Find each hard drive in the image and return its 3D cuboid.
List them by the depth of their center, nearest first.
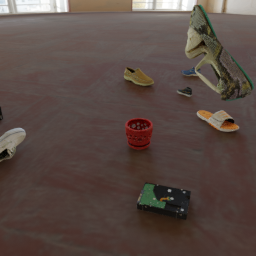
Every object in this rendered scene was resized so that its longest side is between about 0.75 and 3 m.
[{"bbox_3d":[0.871,1.734,6.726,1.177,0.223,0.822,9,30,14],"label":"hard drive"}]

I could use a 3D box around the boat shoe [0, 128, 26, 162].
[{"bbox_3d":[-3.708,0.683,8.383,0.637,0.702,1.908,33,42,12],"label":"boat shoe"}]

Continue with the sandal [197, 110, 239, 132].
[{"bbox_3d":[3.267,-0.420,10.385,0.706,0.528,1.842,-17,32,-28],"label":"sandal"}]

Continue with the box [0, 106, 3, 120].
[{"bbox_3d":[-5.701,-0.601,10.651,1.521,0.600,1.073,20,31,32],"label":"box"}]

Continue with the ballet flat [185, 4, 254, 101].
[{"bbox_3d":[1.989,-1.857,6.967,1.014,1.014,2.820,-14,68,-24],"label":"ballet flat"}]

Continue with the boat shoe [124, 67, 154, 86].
[{"bbox_3d":[0.508,-2.690,14.352,1.970,0.750,0.706,25,37,38],"label":"boat shoe"}]

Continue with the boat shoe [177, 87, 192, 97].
[{"bbox_3d":[2.646,-1.751,13.020,0.287,0.368,0.811,-25,37,-38],"label":"boat shoe"}]

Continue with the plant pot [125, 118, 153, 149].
[{"bbox_3d":[0.345,0.210,8.948,0.865,0.788,0.865,0,28,0],"label":"plant pot"}]

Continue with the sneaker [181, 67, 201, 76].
[{"bbox_3d":[3.491,-3.166,15.524,1.082,0.482,0.425,0,28,1],"label":"sneaker"}]
